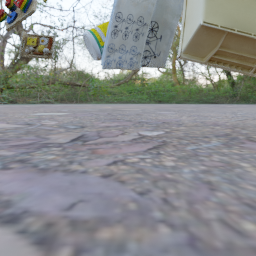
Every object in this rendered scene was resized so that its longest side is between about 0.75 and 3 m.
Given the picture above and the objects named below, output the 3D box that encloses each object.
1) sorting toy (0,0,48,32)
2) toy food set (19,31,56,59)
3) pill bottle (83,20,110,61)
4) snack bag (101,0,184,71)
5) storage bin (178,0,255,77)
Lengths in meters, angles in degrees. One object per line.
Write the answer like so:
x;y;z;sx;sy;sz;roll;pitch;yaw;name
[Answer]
-3.331;-3.818;8.633;2.538;1.224;0.429;-22;-35;23;sorting toy
-2.761;-2.558;8.598;1.068;0.767;0.323;6;-4;2;toy food set
-0.485;-3.188;9.724;1.928;1.087;1.087;-30;14;-14;pill bottle
0.599;-3.086;8.754;2.919;2.752;0.312;-6;32;-40;snack bag
2.948;-2.988;7.240;2.795;2.815;1.319;12;-23;-6;storage bin
